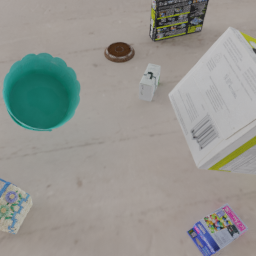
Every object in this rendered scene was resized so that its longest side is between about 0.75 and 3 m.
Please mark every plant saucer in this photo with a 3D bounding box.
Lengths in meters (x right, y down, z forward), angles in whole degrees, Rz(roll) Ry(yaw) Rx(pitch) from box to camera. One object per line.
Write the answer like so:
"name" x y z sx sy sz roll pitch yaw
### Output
"plant saucer" -0.434 -3.882 14.125 1.565 0.251 1.565 -1 53 1

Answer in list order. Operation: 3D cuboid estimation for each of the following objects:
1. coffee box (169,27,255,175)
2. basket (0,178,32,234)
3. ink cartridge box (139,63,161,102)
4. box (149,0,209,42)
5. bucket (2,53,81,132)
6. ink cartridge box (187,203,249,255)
"coffee box" 3.396 -0.588 8.049 2.780 2.811 2.807 9 49 -30
"basket" -4.026 2.360 8.718 1.804 1.255 1.591 17 54 2
"ink cartridge box" 0.950 -1.971 12.190 0.565 0.997 1.360 16 55 13
"box" 2.578 -5.795 14.269 2.894 2.318 0.641 -16 56 -11
"bucket" -2.681 -0.979 8.652 2.331 1.516 2.331 3 81 -21
"ink cartridge box" 2.773 3.166 8.706 1.647 0.346 0.983 -26 57 -16
